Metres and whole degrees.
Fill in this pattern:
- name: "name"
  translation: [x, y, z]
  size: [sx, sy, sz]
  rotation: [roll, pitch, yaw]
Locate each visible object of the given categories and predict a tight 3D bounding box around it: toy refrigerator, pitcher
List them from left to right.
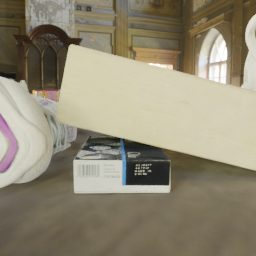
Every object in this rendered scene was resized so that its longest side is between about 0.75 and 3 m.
- name: "toy refrigerator"
  translation: [0.553, -0.189, 3.174]
  size: [2.469, 0.864, 0.937]
  rotation: [13, 12, -3]
- name: "pitcher"
  translation: [3.183, -0.841, 4.686]
  size: [2.576, 2.210, 1.562]
  rotation: [16, 50, 26]

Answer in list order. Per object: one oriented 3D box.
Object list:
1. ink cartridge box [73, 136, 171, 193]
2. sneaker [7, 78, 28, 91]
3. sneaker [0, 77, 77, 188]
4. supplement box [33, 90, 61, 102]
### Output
- name: "ink cartridge box"
  translation: [-0.087, 0.316, 3.245]
  size: [0.864, 0.341, 1.738]
  rotation: [0, 6, -4]
- name: "sneaker"
  translation: [-2.783, -0.503, 6.442]
  size: [1.049, 1.226, 2.815]
  rotation: [-6, 8, -42]
- name: "sneaker"
  translation: [-1.189, -0.093, 3.456]
  size: [1.441, 1.083, 2.893]
  rotation: [-4, 8, -27]
- name: "supplement box"
  translation: [-3.154, -1.078, 11.864]
  size: [1.664, 1.089, 0.859]
  rotation: [5, 8, 32]
